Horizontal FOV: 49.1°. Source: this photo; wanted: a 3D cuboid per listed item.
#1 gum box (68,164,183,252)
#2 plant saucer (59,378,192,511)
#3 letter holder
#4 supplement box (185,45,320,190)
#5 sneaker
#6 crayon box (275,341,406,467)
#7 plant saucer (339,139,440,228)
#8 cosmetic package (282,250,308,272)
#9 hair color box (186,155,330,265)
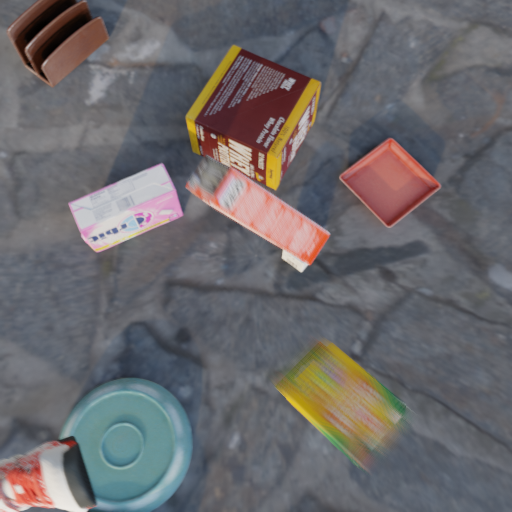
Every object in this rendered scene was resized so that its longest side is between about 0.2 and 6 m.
[{"bbox_3d":[-2.287,-0.792,9.852,1.831,1.039,0.606,-25,71,-9],"label":"gum box"},{"bbox_3d":[-2.094,2.994,8.849,2.144,0.294,2.144,0,69,-1],"label":"plant saucer"},{"bbox_3d":[-3.923,-4.437,11.152,0.827,1.169,1.645,38,73,13],"label":"letter holder"},{"bbox_3d":[-0.032,-2.554,10.424,1.825,1.211,1.800,26,72,9],"label":"supplement box"},{"bbox_3d":[-2.320,2.399,5.790,1.108,2.067,0.690,-17,86,-23],"label":"sneaker"},{"bbox_3d":[0.972,1.694,6.761,0.886,0.355,1.396,-43,59,-16],"label":"crayon box"},{"bbox_3d":[2.479,-1.340,10.487,1.369,0.251,1.366,-37,74,-14],"label":"plant saucer"},{"bbox_3d":[0.803,-0.102,9.911,0.454,0.454,0.551,36,74,12],"label":"cosmetic package"},{"bbox_3d":[0.025,-0.565,7.021,1.649,0.915,0.527,31,94,-32],"label":"hair color box"}]
